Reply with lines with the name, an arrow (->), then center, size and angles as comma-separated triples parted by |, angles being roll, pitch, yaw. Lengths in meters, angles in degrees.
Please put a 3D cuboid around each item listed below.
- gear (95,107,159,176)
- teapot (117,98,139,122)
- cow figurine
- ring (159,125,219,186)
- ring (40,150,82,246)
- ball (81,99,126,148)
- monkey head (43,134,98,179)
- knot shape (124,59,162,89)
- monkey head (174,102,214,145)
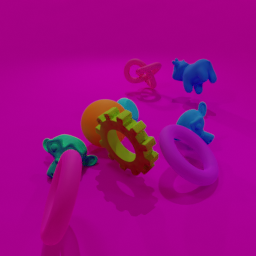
gear -> -0.059, 0.318, 6.166 | 1.589, 1.589, 0.294 | 23, 47, 37
teapot -> -0.105, -0.462, 8.803 | 0.711, 0.903, 1.453 | -25, 2, 31
cow figurine -> 2.356, -2.085, 10.247 | 0.947, 1.725, 1.697 | 4, 65, -29
ring -> 1.406, 0.587, 6.439 | 1.654, 0.331, 1.654 | 26, 35, -20
ring -> -1.097, 1.099, 4.570 | 0.306, 1.529, 1.529 | 17, 24, -16
ball -> -0.600, -0.116, 7.391 | 1.274, 1.274, 1.274 | 0, 28, 0
monkey head -> -1.519, 0.697, 6.735 | 1.483, 1.067, 0.894 | 19, -6, 5
knot shape -> 0.715, -2.239, 11.237 | 1.551, 1.452, 0.717 | 27, 62, -25
monkey head -> 1.811, 0.007, 7.572 | 0.973, 1.353, 0.815 | 30, 22, -14
